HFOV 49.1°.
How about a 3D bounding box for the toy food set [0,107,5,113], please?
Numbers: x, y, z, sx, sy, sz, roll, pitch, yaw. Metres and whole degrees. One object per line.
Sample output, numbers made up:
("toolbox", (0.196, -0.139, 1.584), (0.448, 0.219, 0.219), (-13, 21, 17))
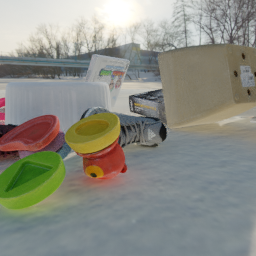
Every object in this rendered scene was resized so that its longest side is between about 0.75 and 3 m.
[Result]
("toy food set", (-4.344, -0.482, 10.270), (1.460, 0.657, 0.697), (-15, 14, 35))

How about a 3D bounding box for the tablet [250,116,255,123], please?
("tablet", (5.508, -0.260, 9.704), (2.207, 0.151, 1.436), (7, 11, 32))

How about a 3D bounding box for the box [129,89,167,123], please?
("box", (1.849, -1.040, 10.787), (2.915, 0.704, 2.308), (-16, 20, -30))

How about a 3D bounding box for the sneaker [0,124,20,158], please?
("sneaker", (-2.373, 0.221, 4.830), (1.328, 0.870, 2.300), (3, 9, 0))

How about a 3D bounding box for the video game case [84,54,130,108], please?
("video game case", (-1.118, -2.130, 13.502), (0.340, 2.609, 2.866), (29, 21, 24))

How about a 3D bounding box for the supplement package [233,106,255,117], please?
("supplement package", (4.996, -1.252, 9.321), (1.735, 1.729, 2.958), (-5, 5, -42))

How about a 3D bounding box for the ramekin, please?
("ramekin", (-1.782, -0.514, 7.401), (2.904, 1.416, 2.904), (0, 10, 0))

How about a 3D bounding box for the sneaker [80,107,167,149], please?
("sneaker", (0.034, 0.047, 5.659), (1.448, 0.941, 2.507), (5, 10, 13))

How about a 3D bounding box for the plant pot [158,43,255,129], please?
("plant pot", (2.518, -1.328, 8.139), (2.303, 2.305, 2.041), (-6, -3, -37))

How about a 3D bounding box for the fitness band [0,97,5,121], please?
("fitness band", (-4.146, -0.661, 10.038), (1.541, 0.402, 2.146), (13, 19, 6))

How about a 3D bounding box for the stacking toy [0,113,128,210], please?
("stacking toy", (-1.149, 0.588, 4.061), (2.027, 0.856, 1.835), (3, 35, 35))
